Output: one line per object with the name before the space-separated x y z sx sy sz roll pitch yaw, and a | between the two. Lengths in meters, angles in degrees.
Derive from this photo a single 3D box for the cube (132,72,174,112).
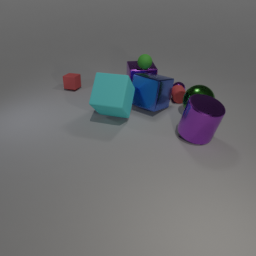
cube | 1.077 -1.688 12.810 1.400 1.400 1.400 21 23 30

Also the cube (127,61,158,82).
cube | 0.689 -2.616 14.610 1.400 1.400 1.400 -3 31 -6

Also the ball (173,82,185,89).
ball | 2.586 -2.013 14.339 0.700 0.700 0.700 0 31 0

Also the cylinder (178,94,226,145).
cylinder | 2.742 -0.333 10.575 1.400 1.400 1.400 8 40 -7

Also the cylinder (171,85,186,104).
cylinder | 2.487 -1.660 13.724 0.700 0.700 0.700 -2 32 -3

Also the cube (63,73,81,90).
cube | -2.978 -2.492 14.946 0.700 0.700 0.700 8 27 17

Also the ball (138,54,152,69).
ball | 0.801 -3.140 13.255 0.700 0.700 0.700 0 31 0

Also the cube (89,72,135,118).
cube | -0.623 -1.343 11.702 1.400 1.400 1.400 8 -13 15

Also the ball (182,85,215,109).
ball | 3.102 -1.195 12.276 1.400 1.400 1.400 0 31 0
